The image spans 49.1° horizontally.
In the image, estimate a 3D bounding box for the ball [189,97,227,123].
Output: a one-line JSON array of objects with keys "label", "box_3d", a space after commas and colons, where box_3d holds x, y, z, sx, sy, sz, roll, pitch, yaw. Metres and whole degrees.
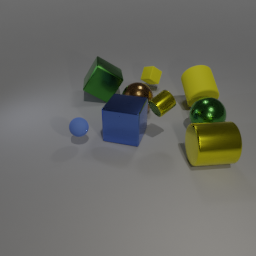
[{"label": "ball", "box_3d": [3.108, -0.511, 10.941, 1.400, 1.400, 1.400, 0, 32, 0]}]

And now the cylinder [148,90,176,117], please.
[{"label": "cylinder", "box_3d": [1.191, -0.853, 9.747, 0.700, 0.700, 0.700, -37, 43, -14]}]

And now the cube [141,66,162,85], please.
[{"label": "cube", "box_3d": [1.183, -2.669, 14.242, 0.700, 0.700, 0.700, 22, -9, -40]}]

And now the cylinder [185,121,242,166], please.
[{"label": "cylinder", "box_3d": [2.747, 0.509, 9.171, 1.400, 1.400, 1.400, -3, 32, -6]}]

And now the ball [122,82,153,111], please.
[{"label": "ball", "box_3d": [0.412, -1.287, 12.212, 1.400, 1.400, 1.400, 0, 32, 0]}]

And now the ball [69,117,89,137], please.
[{"label": "ball", "box_3d": [-1.760, -0.034, 10.044, 0.700, 0.700, 0.700, 0, 32, 0]}]

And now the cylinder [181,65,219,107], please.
[{"label": "cylinder", "box_3d": [3.202, -1.834, 12.526, 1.400, 1.400, 1.400, -4, 61, -7]}]

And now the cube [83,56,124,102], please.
[{"label": "cube", "box_3d": [-1.196, -2.313, 13.377, 1.400, 1.400, 1.400, 26, 25, -21]}]

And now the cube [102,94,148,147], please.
[{"label": "cube", "box_3d": [-0.092, -0.334, 10.648, 1.400, 1.400, 1.400, 9, 33, 14]}]
